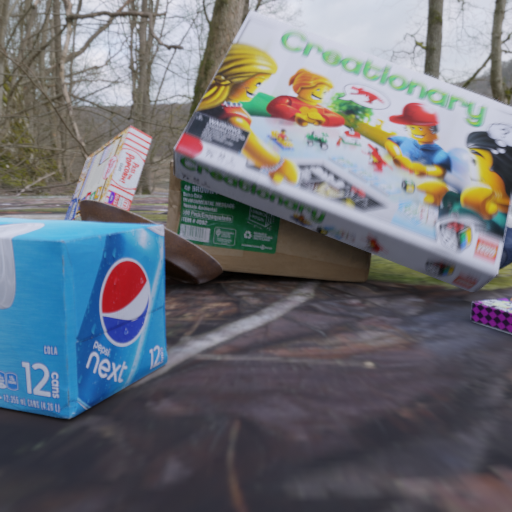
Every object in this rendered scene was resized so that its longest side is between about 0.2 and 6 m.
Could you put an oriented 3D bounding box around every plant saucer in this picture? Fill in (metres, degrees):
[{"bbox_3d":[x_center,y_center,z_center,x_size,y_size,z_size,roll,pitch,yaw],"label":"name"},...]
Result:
[{"bbox_3d":[-1.356,-0.091,6.998,1.951,0.313,1.951,22,-13,5],"label":"plant saucer"}]

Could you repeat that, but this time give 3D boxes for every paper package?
[{"bbox_3d":[0.235,-0.631,8.419,2.829,1.463,2.696,6,9,0],"label":"paper package"}]

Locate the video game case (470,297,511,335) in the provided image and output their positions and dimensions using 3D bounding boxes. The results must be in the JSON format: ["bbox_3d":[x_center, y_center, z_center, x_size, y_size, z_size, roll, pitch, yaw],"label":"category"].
[{"bbox_3d":[2.846,0.586,5.017,1.184,0.234,1.306,-3,8,-21],"label":"video game case"}]

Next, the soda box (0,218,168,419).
[{"bbox_3d":[-2.398,0.272,4.183,3.376,1.083,1.145,2,8,21],"label":"soda box"}]

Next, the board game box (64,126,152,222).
[{"bbox_3d":[-2.807,-1.341,10.396,0.479,1.566,2.067,26,-22,-32],"label":"board game box"}]

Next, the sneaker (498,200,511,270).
[{"bbox_3d":[3.428,-0.406,7.873,1.385,0.762,1.892,-42,1,20],"label":"sneaker"}]

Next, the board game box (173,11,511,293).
[{"bbox_3d":[1.209,-1.340,6.781,3.778,2.385,0.654,21,-26,2],"label":"board game box"}]
